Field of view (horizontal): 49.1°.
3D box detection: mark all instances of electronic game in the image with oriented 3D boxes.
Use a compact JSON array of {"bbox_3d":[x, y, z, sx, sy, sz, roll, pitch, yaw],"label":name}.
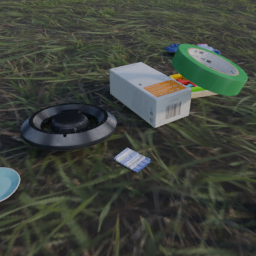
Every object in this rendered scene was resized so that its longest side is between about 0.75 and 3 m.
[{"bbox_3d":[-1.756,-0.092,8.489,2.837,0.590,2.837,0,26,0],"label":"electronic game"}]

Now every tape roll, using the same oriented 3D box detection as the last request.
[{"bbox_3d":[2.419,-1.774,8.370,2.214,0.532,2.214,17,34,-11],"label":"tape roll"}]

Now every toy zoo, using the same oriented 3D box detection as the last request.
[{"bbox_3d":[2.578,-1.836,11.447,1.378,0.215,2.100,-10,35,-13],"label":"toy zoo"}]

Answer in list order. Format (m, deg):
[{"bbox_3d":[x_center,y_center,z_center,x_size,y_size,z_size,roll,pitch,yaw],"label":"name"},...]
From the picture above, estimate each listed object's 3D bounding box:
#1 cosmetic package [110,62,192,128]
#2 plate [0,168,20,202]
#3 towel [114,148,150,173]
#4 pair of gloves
[{"bbox_3d":[0.681,-1.295,9.900,1.488,1.045,2.933,-20,38,-27],"label":"cosmetic package"},{"bbox_3d":[-3.213,1.408,6.680,1.237,0.158,1.237,1,34,0],"label":"plate"},{"bbox_3d":[0.114,0.849,7.561,0.840,0.100,0.617,25,42,32],"label":"towel"},{"bbox_3d":[3.352,-4.010,14.632,2.679,0.305,2.153,-1,32,-4],"label":"pair of gloves"}]
